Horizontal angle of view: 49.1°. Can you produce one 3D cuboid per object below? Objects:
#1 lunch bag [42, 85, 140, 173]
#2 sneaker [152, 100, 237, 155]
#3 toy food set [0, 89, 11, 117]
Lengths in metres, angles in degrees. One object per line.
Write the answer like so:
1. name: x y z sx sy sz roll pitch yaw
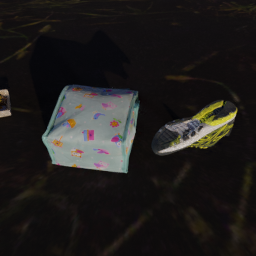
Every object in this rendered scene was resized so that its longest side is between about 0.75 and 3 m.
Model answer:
1. lunch bag: -0.748 -0.177 6.816 1.914 1.370 2.247 5 47 7
2. sneaker: 1.402 0.173 5.696 1.882 0.796 0.701 -25 39 -3
3. toy food set: -4.035 -0.716 8.268 0.988 0.416 1.377 -13 39 -16
